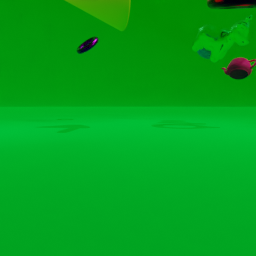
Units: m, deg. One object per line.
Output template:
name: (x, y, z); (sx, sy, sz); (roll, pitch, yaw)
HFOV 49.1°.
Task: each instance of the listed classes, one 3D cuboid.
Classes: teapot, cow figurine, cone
teapot: (3.074, -1.684, 7.819); (0.660, 0.520, 1.061); (32, -28, -36)
cow figurine: (3.087, -3.013, 9.083); (1.730, 1.702, 0.949); (37, 42, 20)
cone: (-0.883, -3.285, 7.173); (1.529, 1.524, 1.524); (-5, 6, -15)

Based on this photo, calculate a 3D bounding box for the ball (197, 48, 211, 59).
ball: (3.046, -3.082, 10.448); (0.986, 0.986, 0.986); (0, 5, 0)

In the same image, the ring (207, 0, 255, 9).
ring: (2.988, -3.351, 7.368); (1.767, 0.353, 1.767); (-2, 21, 1)

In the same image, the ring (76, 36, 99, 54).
ring: (-1.673, -3.428, 11.589); (1.066, 0.213, 1.066); (-25, 32, 17)
